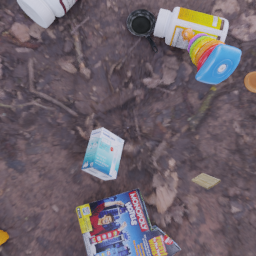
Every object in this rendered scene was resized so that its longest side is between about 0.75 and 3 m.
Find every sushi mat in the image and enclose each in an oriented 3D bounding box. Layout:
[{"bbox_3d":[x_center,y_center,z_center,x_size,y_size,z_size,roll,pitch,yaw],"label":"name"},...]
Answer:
[{"bbox_3d":[2.408,1.636,8.719,0.489,1.022,0.062,-28,100,-12],"label":"sushi mat"}]

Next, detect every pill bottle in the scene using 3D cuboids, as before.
[{"bbox_3d":[2.239,-3.551,10.196,2.458,1.343,1.343,16,80,2],"label":"pill bottle"},{"bbox_3d":[-2.606,-5.219,10.354,1.623,1.623,2.842,38,81,6],"label":"pill bottle"}]

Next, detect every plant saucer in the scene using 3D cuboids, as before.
[{"bbox_3d":[4.774,-1.733,10.476,0.817,0.153,0.817,0,79,0],"label":"plant saucer"}]

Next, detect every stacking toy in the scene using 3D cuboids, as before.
[{"bbox_3d":[2.306,-2.464,8.745,1.197,1.266,2.181,2,43,-35],"label":"stacking toy"}]

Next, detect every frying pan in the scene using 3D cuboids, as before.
[{"bbox_3d":[0.782,-3.794,10.777,1.851,0.301,1.120,43,83,5],"label":"frying pan"}]

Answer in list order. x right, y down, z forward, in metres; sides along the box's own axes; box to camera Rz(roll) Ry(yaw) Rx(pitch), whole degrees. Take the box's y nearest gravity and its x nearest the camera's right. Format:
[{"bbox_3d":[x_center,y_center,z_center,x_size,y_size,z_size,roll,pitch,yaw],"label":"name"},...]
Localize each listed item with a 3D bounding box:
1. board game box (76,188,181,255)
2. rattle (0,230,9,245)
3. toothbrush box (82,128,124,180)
[{"bbox_3d":[0.081,3.563,9.146,2.874,0.887,2.876,-15,80,-4],"label":"board game box"},{"bbox_3d":[-5.242,4.199,9.330,1.354,1.486,2.080,29,97,37],"label":"rattle"},{"bbox_3d":[-0.774,0.837,8.939,1.011,0.589,1.381,35,54,-35],"label":"toothbrush box"}]
